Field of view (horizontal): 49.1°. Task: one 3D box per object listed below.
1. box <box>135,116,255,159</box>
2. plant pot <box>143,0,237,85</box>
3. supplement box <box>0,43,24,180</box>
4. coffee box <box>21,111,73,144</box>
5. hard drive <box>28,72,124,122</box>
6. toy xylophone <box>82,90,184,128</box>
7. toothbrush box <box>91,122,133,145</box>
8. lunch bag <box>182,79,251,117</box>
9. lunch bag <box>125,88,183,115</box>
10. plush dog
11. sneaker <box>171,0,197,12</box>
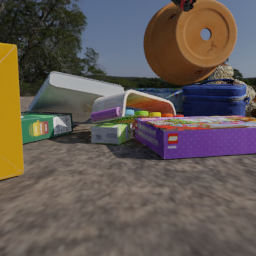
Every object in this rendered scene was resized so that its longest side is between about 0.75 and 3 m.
[{"bbox_3d":[1.664,0.101,5.769,2.707,0.529,1.852,-2,8,-14],"label":"box"},{"bbox_3d":[2.172,-2.960,9.343,2.947,2.947,2.063,-1,7,-11],"label":"plant pot"},{"bbox_3d":[-2.426,-0.221,3.786,1.742,1.718,1.157,7,11,40],"label":"supplement box"},{"bbox_3d":[-2.657,-0.027,6.554,1.603,0.573,2.607,4,9,25],"label":"coffee box"},{"bbox_3d":[-1.557,-0.710,7.667,1.818,0.368,2.755,8,-15,-28],"label":"hard drive"},{"bbox_3d":[0.071,-0.358,7.037,2.606,0.655,1.908,4,-11,-44],"label":"toy xylophone"},{"bbox_3d":[-0.341,0.100,6.331,0.662,0.391,0.909,2,9,20],"label":"toothbrush box"},{"bbox_3d":[2.905,-0.895,9.268,2.166,1.433,1.472,4,15,32],"label":"lunch bag"},{"bbox_3d":[1.387,-1.035,11.459,2.380,1.221,2.961,-6,10,-30],"label":"lunch bag"},{"bbox_3d":[4.298,-1.090,11.234,2.324,2.171,2.706,14,32,-7],"label":"plush dog"},{"bbox_3d":[1.538,-3.738,6.981,0.738,1.510,0.534,33,18,24],"label":"sneaker"}]
